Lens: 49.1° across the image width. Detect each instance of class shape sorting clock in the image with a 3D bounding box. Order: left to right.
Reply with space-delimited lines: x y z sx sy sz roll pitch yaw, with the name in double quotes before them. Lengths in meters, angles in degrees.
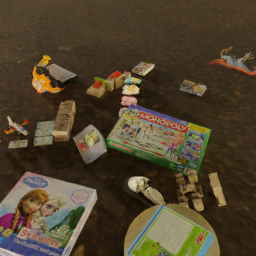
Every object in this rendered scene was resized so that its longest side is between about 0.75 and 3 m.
"shape sorting clock" 0.919 2.565 6.033 2.008 0.394 2.008 -7 41 7

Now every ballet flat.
"ballet flat" 0.489 1.676 7.436 0.620 0.623 1.822 -32 48 -32

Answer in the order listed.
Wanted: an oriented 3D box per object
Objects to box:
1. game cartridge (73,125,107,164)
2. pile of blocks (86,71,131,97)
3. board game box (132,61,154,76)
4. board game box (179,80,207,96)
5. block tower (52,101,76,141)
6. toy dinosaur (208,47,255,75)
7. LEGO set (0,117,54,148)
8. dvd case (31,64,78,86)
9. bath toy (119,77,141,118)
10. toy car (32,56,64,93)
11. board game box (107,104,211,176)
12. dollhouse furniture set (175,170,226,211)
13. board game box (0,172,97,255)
"game cartridge" -1.208 0.464 8.995 0.876 0.269 1.316 -34 45 -4
"pile of blocks" -0.804 -2.100 12.073 2.236 0.695 0.918 -27 49 -30
"board game box" 0.738 -2.876 13.496 0.657 0.180 1.041 21 43 23
"board game box" 2.791 -1.733 12.071 1.008 0.174 0.683 21 43 24
"block tower" -2.247 -0.263 9.968 0.501 0.536 1.854 0 37 0
"toy dinosaur" 5.284 -3.088 13.534 1.035 1.972 1.789 -22 77 -44
"LEGO set" -3.524 0.102 9.584 1.866 0.458 1.394 -6 35 -7
"dvd case" -3.405 -2.422 12.947 1.866 0.164 1.331 30 47 31
"bath toy" 0.091 -1.062 10.376 0.577 1.562 0.679 11 -1 -17
"toy car" -3.576 -2.222 12.477 0.978 1.442 2.940 -46 22 12
"board game box" 1.033 0.313 9.059 2.905 0.423 1.955 19 45 14
"dollhouse furniture set" 1.917 1.749 7.498 1.161 0.771 1.018 -17 36 14
"board game box" -2.164 2.193 6.928 2.146 0.441 2.140 11 40 13
